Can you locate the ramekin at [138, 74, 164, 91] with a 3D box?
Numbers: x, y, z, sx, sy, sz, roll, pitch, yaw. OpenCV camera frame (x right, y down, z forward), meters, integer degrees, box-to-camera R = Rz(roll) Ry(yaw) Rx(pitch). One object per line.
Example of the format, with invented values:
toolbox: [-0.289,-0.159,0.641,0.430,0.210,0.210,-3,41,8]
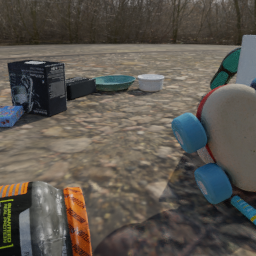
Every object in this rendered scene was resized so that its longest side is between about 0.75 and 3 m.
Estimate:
ramekin: [1.208,-2.378,14.764,1.387,0.676,1.387,-1,20,0]

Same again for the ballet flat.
ballet flat: [4.862,-2.889,13.444,1.009,2.718,1.009,13,51,-17]

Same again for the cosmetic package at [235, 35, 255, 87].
cosmetic package: [5.287,-1.776,10.039,2.572,2.580,1.586,10,-1,24]

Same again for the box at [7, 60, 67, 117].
box: [-3.512,-1.609,10.977,1.927,1.894,1.194,10,23,24]

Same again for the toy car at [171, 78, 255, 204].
toy car: [2.122,0.168,6.302,2.250,2.159,2.441,-27,4,-5]

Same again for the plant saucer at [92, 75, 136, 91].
plant saucer: [-0.835,-2.417,15.109,2.512,0.451,2.512,-2,21,1]

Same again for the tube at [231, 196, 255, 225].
tube: [2.222,1.540,5.114,0.298,0.194,0.770,-22,31,-17]

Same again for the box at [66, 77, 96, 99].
box: [-2.617,-1.978,13.631,1.305,0.729,1.849,10,22,32]

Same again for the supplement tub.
supplement tub: [-1.721,1.479,3.386,2.427,1.487,1.487,-6,21,-15]

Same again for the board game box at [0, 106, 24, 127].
board game box: [-4.975,-0.436,10.040,1.999,0.366,1.512,-2,21,-4]
